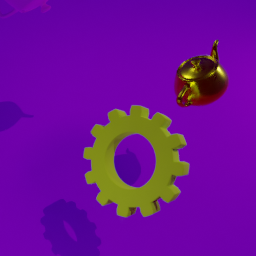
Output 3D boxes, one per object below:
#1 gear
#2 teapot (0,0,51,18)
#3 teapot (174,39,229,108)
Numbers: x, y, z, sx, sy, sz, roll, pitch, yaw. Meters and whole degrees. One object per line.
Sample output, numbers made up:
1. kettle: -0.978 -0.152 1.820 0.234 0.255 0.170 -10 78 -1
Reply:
1. gear: 0.078 0.473 4.087 1.557 0.288 1.557 -3 83 26
2. teapot: -1.784 -2.746 5.374 1.993 0.976 1.239 -26 21 14
3. teapot: 1.267 -0.911 4.892 0.955 0.752 1.536 17 59 39
